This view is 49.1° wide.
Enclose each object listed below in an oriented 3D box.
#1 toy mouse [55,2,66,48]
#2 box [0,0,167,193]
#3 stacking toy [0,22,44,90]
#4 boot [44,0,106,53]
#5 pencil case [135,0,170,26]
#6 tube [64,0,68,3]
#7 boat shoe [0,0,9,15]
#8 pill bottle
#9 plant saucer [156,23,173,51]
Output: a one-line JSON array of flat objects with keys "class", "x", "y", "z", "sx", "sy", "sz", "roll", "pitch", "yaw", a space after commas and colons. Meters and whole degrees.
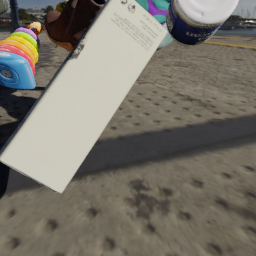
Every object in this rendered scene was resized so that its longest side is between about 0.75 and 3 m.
[{"class": "toy mouse", "x": -2.073, "y": -3.273, "z": 8.992, "sx": 0.358, "sy": 1.850, "sz": 1.644, "roll": 13, "pitch": -8, "yaw": -1}, {"class": "box", "x": -0.602, "y": -0.486, "z": 3.727, "sx": 0.844, "sy": 2.469, "sz": 1.014, "roll": 36, "pitch": -9, "yaw": -20}, {"class": "stacking toy", "x": -2.803, "y": -2.196, "z": 7.566, "sx": 1.244, "sy": 1.176, "sz": 2.143, "roll": 12, "pitch": 56, "yaw": 5}, {"class": "boot", "x": -1.331, "y": -2.847, "z": 7.017, "sx": 0.895, "sy": 2.059, "sz": 2.475, "roll": -21, "pitch": 61, "yaw": -31}, {"class": "pencil case", "x": 0.489, "y": -2.424, "z": 5.684, "sx": 1.239, "sy": 2.681, "sz": 1.141, "roll": 40, "pitch": 29, "yaw": -14}, {"class": "tube", "x": -0.884, "y": -3.217, "z": 8.873, "sx": 0.795, "sy": 2.739, "sz": 0.711, "roll": 33, "pitch": 83, "yaw": 42}, {"class": "boat shoe", "x": -3.153, "y": -2.475, "z": 4.938, "sx": 2.083, "sy": 0.737, "sz": 0.663, "roll": 26, "pitch": 35, "yaw": -1}, {"class": "pill bottle", "x": 0.989, "y": -1.683, "z": 4.104, "sx": 0.817, "sy": 0.817, "sz": 1.472, "roll": 1, "pitch": 2, "yaw": 2}, {"class": "plant saucer", "x": 1.612, "y": -3.878, "z": 10.033, "sx": 0.459, "sy": 2.382, "sz": 2.382, "roll": 23, "pitch": 29, "yaw": 13}]
